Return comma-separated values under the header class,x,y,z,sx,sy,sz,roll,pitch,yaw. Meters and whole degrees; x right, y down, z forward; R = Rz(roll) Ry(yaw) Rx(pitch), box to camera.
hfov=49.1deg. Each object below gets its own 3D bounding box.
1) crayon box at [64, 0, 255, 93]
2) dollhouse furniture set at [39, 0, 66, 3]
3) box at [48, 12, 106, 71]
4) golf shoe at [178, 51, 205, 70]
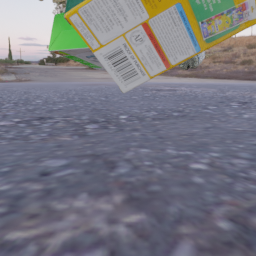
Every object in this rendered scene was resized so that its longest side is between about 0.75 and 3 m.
class,x,y,z,sx,sy,sz,roll,pitch,yaw
crayon box,0.615,-1.803,4.166,2.617,1.645,0.675,-25,42,18
dollhouse furniture set,-1.738,-3.300,6.428,0.971,0.556,1.139,-16,39,-14
box,-0.620,-2.313,7.521,2.251,1.088,1.986,10,-1,40
golf shoe,1.850,-3.006,8.376,0.940,2.402,1.168,11,30,38
